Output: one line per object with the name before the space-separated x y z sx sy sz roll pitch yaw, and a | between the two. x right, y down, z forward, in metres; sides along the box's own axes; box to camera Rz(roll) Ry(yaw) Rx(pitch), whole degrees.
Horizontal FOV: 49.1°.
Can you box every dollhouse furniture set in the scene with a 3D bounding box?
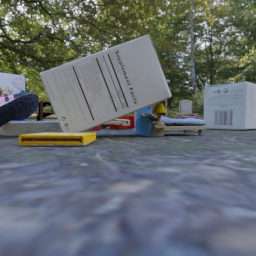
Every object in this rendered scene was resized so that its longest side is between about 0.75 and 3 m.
dollhouse furniture set | 1.245 -0.591 7.220 2.154 1.489 2.282 -1 3 -14

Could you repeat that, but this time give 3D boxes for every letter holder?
letter holder | -4.503 -0.884 17.000 1.842 1.304 2.592 1 2 -22

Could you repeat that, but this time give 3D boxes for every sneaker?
sneaker | -2.989 -0.490 6.492 0.846 0.723 2.062 22 26 18

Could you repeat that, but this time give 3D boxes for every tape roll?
tape roll | -2.319 -0.015 7.227 1.809 0.331 1.809 0 2 0

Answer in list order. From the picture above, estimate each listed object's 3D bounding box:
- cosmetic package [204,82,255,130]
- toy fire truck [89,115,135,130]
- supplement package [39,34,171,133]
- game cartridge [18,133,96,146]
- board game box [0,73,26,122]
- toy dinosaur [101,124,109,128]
cosmetic package | 3.745 -0.713 9.739 1.523 1.514 1.820 2 2 45
toy fire truck | -0.246 -0.199 9.593 2.079 0.507 1.466 1 3 7
supplement package | -0.492 -0.875 6.215 2.341 1.402 1.420 -21 5 -7
game cartridge | -1.113 0.164 4.706 1.007 0.185 1.142 0 3 2
board game box | -4.614 -0.962 9.945 0.413 2.003 2.008 0 3 34
toy dinosaur | -1.052 -0.237 10.735 1.895 0.729 0.969 -7 -15 33
